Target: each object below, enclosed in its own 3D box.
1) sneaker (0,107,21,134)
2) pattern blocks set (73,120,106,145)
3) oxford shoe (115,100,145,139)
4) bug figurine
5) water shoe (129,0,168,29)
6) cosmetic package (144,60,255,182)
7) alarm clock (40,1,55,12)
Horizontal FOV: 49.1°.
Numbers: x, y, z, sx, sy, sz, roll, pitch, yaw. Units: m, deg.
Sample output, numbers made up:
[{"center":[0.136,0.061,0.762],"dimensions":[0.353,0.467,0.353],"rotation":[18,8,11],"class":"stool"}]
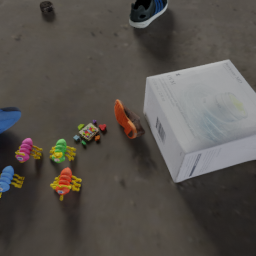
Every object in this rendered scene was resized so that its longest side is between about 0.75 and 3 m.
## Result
[{"center":[-3.759,0.377,6.970],"dimensions":[2.600,0.857,1.020],"rotation":[-32,83,-26],"class":"sneaker"},{"center":[-1.043,0.098,7.537],"dimensions":[0.715,0.066,0.813],"rotation":[23,57,16],"class":"pattern blocks set"},{"center":[0.023,-0.263,7.639],"dimensions":[0.473,0.463,1.298],"rotation":[-10,57,-31],"class":"oxford shoe"},{"center":[-2.122,0.926,6.649],"dimensions":[2.022,0.520,1.568],"rotation":[1,54,1],"class":"bug figurine"},{"center":[0.876,-4.705,10.489],"dimensions":[0.884,0.976,2.473],"rotation":[22,57,15],"class":"water shoe"},{"center":[1.882,-0.246,6.946],"dimensions":[2.341,1.439,2.333],"rotation":[-14,55,-12],"class":"cosmetic package"},{"center":[-3.256,-4.836,11.057],"dimensions":[0.516,0.255,0.765],"rotation":[-34,57,-22],"class":"alarm clock"}]
